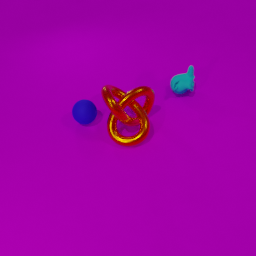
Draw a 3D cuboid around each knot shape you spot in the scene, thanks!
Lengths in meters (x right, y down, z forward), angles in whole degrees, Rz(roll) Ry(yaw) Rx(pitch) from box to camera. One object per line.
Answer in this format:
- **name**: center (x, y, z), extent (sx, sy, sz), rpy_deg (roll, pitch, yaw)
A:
- **knot shape**: center (0.118, -0.530, 7.890), extent (1.715, 1.833, 0.847), rpy_deg (-29, 9, -33)

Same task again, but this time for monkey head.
- **monkey head**: center (1.772, -1.574, 9.120), extent (0.766, 0.914, 1.271), rpy_deg (5, 23, 13)

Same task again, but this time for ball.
- **ball**: center (-1.273, -0.473, 8.220), extent (0.735, 0.735, 0.735), rpy_deg (0, 45, 0)
